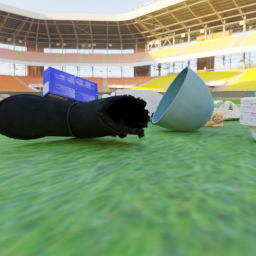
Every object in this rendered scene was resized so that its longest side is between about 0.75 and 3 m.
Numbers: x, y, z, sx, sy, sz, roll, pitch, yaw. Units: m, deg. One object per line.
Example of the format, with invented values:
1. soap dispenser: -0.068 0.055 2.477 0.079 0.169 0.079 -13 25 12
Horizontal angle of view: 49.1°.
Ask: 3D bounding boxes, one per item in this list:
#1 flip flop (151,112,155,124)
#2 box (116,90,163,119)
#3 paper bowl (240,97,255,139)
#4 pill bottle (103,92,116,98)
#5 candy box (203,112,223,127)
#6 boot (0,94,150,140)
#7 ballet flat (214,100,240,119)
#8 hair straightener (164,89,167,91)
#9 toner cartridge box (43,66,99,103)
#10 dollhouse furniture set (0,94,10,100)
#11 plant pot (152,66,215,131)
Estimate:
1. flip flop: 1.359 -0.341 10.856 0.455 0.641 1.581 13 -4 -20
2. box: 0.597 -1.096 13.323 1.813 1.191 1.822 4 -2 30
3. paper bowl: 3.813 -0.202 6.697 2.127 1.106 2.127 -1 7 0
4. pill bottle: -0.570 -1.818 19.951 2.423 1.449 1.449 -1 6 -2
5. candy box: 3.071 -0.337 10.520 0.958 0.553 0.265 -1 6 -5
6. boot: -1.159 -0.242 6.308 2.426 1.095 2.960 -3 -7 45
7. ballet flat: 4.491 -0.811 13.108 2.937 1.054 1.054 -3 7 -31
8. hair straightener: 1.859 -1.680 12.111 0.173 0.326 0.848 3 -2 -36
9. toner cartridge box: -1.446 -0.993 7.243 0.326 0.718 1.511 -21 -24 41
10. dollhouse furniture set: -4.949 -0.532 11.922 1.863 1.171 2.106 24 5 -2
11. plant pot: 1.906 -0.711 8.958 1.390 2.065 2.065 30 3 -7
